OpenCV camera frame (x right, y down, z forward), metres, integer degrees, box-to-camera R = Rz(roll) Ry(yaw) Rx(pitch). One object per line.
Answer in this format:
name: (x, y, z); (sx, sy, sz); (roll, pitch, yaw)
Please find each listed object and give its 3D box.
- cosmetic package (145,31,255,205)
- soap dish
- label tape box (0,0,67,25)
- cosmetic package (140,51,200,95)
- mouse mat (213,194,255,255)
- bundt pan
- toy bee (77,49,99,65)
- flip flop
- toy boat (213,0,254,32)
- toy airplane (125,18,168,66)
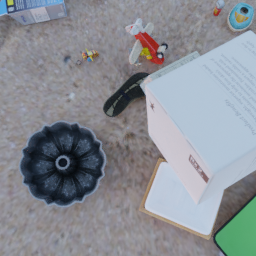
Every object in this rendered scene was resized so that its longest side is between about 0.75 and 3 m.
cosmetic package: (2.307, -0.165, 6.793); (2.990, 2.467, 2.465); (-28, 62, -8)
soap dish: (1.520, 1.946, 7.870); (2.015, 0.818, 1.585); (21, 75, 6)
label tape box: (-3.473, -4.576, 9.810); (2.345, 0.775, 1.680); (-13, 73, -2)
cosmetic package: (1.461, -1.452, 8.556); (1.905, 0.831, 0.985); (-29, 89, -22)
mouse mat: (3.950, 2.920, 7.706); (2.811, 0.106, 2.262); (-39, 91, -11)
bundt pan: (-1.785, 1.034, 8.035); (2.392, 0.898, 2.392); (0, 78, -2)
toy bee: (-1.340, -2.392, 9.346); (0.510, 0.424, 0.779); (39, 77, 9)
flip flop: (0.024, -1.055, 8.896); (1.936, 0.557, 0.785); (-41, 94, -1)
toy boat: (3.647, -3.957, 9.683); (1.378, 0.640, 1.159); (23, 76, 6)
toy airplane: (0.447, -2.745, 9.117); (1.497, 1.056, 1.491); (-11, 85, -37)
